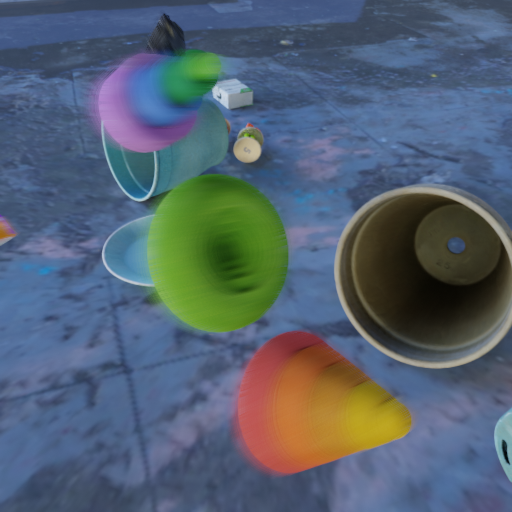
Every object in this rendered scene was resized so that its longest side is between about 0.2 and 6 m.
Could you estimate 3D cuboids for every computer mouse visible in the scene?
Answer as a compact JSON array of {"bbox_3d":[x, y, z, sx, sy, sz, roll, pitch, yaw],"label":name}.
[{"bbox_3d":[-1.374,-3.324,8.904,0.467,0.804,2.743,33,10,-14],"label":"computer mouse"}]

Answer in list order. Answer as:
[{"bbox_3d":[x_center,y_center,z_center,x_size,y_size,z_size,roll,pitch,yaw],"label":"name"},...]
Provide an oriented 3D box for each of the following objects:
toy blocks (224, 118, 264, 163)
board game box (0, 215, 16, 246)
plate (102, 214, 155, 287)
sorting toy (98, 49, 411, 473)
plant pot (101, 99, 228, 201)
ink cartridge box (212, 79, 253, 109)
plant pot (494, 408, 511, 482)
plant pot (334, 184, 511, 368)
[{"bbox_3d":[-0.461,-2.518,11.606,1.267,0.552,1.520,2,37,4],"label":"toy blocks"},{"bbox_3d":[-3.554,-0.420,5.546,1.404,1.405,1.404,-37,4,-11],"label":"board game box"},{"bbox_3d":[-1.357,-0.067,8.560,1.913,0.244,1.913,-1,36,1],"label":"plate"},{"bbox_3d":[0.133,0.136,3.846,1.181,3.405,1.173,-36,17,-33],"label":"sorting toy"},{"bbox_3d":[-1.541,-2.109,10.078,1.764,1.878,1.878,-21,41,-35],"label":"plant pot"},{"bbox_3d":[-0.584,-3.967,13.699,0.679,0.385,0.927,-17,40,-21],"label":"ink cartridge box"},{"bbox_3d":[3.355,1.626,5.140,1.806,1.844,1.844,-26,43,-18],"label":"plant pot"},{"bbox_3d":[2.335,0.046,7.118,2.152,2.152,1.868,21,26,26],"label":"plant pot"}]
